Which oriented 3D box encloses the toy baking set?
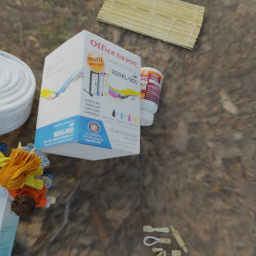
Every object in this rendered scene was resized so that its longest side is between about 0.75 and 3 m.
[{"bbox_3d":[0.807,2.568,6.227,0.800,0.121,1.042,-27,86,1],"label":"toy baking set"}]

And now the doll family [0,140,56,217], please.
[{"bbox_3d":[-2.740,0.662,5.644,2.934,1.821,1.322,20,101,-5],"label":"doll family"}]

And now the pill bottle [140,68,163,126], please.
[{"bbox_3d":[0.426,-0.777,7.038,0.724,0.724,1.322,10,73,3],"label":"pill bottle"}]

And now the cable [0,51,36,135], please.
[{"bbox_3d":[-3.578,-0.892,6.240,2.895,1.003,2.896,-12,47,-37],"label":"cable"}]

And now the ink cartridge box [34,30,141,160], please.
[{"bbox_3d":[-0.829,-0.564,6.144,1.663,1.634,2.258,15,70,-42],"label":"ink cartridge box"}]

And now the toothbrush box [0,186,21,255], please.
[{"bbox_3d":[-3.362,2.084,6.070,1.659,0.966,2.266,7,72,2],"label":"toothbrush box"}]

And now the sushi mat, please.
[{"bbox_3d":[0.670,-3.271,8.065,2.938,0.178,1.406,19,74,5],"label":"sushi mat"}]
